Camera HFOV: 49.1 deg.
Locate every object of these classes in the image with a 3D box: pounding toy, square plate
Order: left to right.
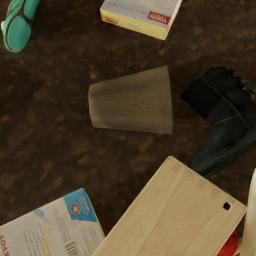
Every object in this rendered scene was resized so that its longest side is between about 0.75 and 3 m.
[{"bbox_3d":[1.198,2.100,5.064,1.940,2.729,2.512,35,80,28],"label":"pounding toy"},{"bbox_3d":[2.599,1.504,4.983,0.362,2.547,2.523,10,96,41],"label":"square plate"}]

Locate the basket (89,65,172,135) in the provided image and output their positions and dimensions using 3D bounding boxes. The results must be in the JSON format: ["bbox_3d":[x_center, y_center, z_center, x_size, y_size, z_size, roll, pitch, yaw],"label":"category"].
[{"bbox_3d":[0.060,-0.579,6.618,1.808,1.230,1.630,-5,86,3],"label":"basket"}]

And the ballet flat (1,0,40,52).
[{"bbox_3d":[-3.083,-3.004,7.821,0.768,0.735,2.183,1,68,26],"label":"ballet flat"}]

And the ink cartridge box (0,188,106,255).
[{"bbox_3d":[-1.503,2.348,5.610,2.006,0.849,1.450,-23,68,-11],"label":"ink cartridge box"}]

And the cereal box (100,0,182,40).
[{"bbox_3d":[0.628,-4.032,8.180,1.974,0.542,2.744,21,72,9],"label":"cereal box"}]

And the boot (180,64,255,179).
[{"bbox_3d":[1.982,-0.186,6.599,2.512,0.929,2.058,-35,63,4],"label":"boot"}]
